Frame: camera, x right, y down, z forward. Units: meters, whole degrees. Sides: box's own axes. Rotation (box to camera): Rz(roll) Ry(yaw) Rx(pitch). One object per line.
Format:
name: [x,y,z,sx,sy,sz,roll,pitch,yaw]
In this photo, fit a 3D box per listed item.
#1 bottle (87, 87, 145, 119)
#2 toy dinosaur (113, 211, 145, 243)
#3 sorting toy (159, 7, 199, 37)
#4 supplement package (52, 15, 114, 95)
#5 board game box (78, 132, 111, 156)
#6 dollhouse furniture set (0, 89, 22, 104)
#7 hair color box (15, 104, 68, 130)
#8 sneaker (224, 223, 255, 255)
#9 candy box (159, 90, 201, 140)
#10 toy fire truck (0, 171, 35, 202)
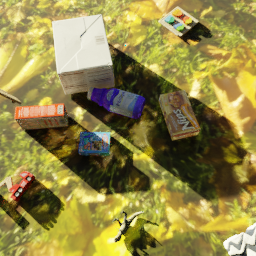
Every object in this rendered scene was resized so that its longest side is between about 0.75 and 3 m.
bottle: [-0.511,-1.139,11.680,2.361,0.771,0.986,18,65,9]
toy dinosaur: [-0.128,3.282,9.784,0.635,0.342,1.440,44,71,3]
sorting toy: [2.553,-5.365,14.013,1.574,0.287,1.457,-40,70,-18]
supplement package: [-1.917,-3.197,12.216,2.230,1.588,2.863,-10,65,-5]
board game box: [-1.313,0.619,11.101,1.212,0.273,0.922,2,64,1]
dollhouse furniture set: [-3.947,-0.589,7.893,1.159,0.993,1.218,32,91,40]
hair color box: [-3.417,-0.437,11.241,1.890,0.959,0.579,-4,64,-3]
sneaker: [4.610,3.917,9.105,2.484,0.992,1.617,-24,68,-11]
candy box: [2.083,-0.553,11.521,1.129,0.541,1.956,-12,65,-6]
toy fire truck: [-4.274,2.149,10.307,1.049,0.363,1.488,28,67,13]
